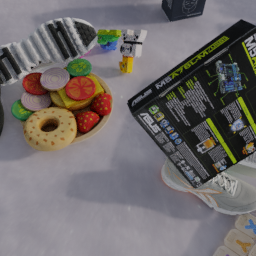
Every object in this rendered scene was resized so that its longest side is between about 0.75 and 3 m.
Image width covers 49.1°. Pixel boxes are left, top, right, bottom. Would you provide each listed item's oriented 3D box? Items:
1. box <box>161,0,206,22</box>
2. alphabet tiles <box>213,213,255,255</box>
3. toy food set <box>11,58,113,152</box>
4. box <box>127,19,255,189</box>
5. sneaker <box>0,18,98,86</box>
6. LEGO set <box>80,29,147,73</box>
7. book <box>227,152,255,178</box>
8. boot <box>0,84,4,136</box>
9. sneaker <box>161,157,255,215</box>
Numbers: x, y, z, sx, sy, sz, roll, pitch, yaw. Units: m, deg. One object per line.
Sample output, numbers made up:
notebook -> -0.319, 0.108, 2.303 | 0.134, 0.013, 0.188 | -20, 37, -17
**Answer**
box -> 1.823, -4.379, 8.877 | 1.196, 1.612, 0.863 | -15, 60, -9
alphabet tiles -> 2.687, 2.490, 4.978 | 2.128, 0.155, 2.081 | -47, 45, -17
toy food set -> -1.656, -0.675, 7.200 | 2.529, 0.615, 2.503 | -27, 62, -15
box -> 1.307, -0.195, 4.206 | 1.915, 1.983, 0.471 | -37, 33, 9
sneaker -> -2.276, -2.106, 7.573 | 2.970, 1.204, 1.116 | -21, 104, -3
LEGO set -> -0.382, -2.137, 7.857 | 2.696, 1.106, 1.028 | 18, 19, 41
book -> 2.687, -0.324, 6.816 | 1.930, 0.694, 2.889 | 16, 58, 14
boot -> -3.898, -0.516, 7.031 | 1.583, 0.756, 2.095 | 0, 90, 33
sneaker -> 1.713, 1.106, 5.818 | 2.153, 0.990, 0.815 | 17, 60, 16
